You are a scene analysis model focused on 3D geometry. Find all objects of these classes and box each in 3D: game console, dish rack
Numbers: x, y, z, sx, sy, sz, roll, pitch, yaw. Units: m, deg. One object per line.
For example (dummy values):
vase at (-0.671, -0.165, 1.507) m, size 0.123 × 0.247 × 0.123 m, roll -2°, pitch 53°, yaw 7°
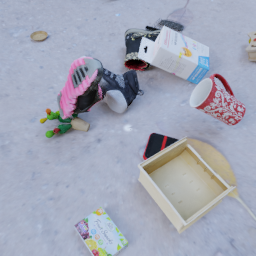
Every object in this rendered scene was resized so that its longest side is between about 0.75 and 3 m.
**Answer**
game console at (1.176, 0.759, 9.875) m, size 1.109 × 0.195 × 1.254 m, roll 17°, pitch 52°, yaw 6°
dish rack at (1.997, -5.245, 14.673) m, size 1.570 × 0.558 × 2.046 m, roll 26°, pitch 54°, yaw 19°

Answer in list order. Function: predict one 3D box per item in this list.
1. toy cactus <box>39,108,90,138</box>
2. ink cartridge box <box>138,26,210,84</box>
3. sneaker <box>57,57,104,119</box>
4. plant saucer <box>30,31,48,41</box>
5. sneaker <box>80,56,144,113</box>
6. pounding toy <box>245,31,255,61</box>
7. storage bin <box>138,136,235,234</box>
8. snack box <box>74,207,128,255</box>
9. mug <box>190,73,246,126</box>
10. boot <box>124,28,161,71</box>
toy cactus at (-2.211, -0.385, 10.429) m, size 1.676 × 1.039 × 2.031 m, roll 21°, pitch 44°, yaw 5°
ink cartridge box at (2.007, -3.258, 12.076) m, size 2.899 × 0.984 × 1.669 m, roll 21°, pitch 50°, yaw -11°
sneaker at (-1.346, -1.310, 9.421) m, size 1.429 × 2.996 × 1.184 m, roll -2°, pitch 68°, yaw -32°
plant saucer at (-4.586, -4.727, 14.482) m, size 0.902 × 0.160 × 0.902 m, roll 0°, pitch 50°, yaw 0°
sneaker at (-0.635, -1.985, 11.252) m, size 1.600 × 1.061 × 2.812 m, roll -37°, pitch 79°, yaw -27°
pounding toy at (6.280, -3.610, 13.290) m, size 1.271 × 1.275 × 2.223 m, roll -20°, pitch 37°, yaw 19°
storage bin at (1.729, 1.631, 8.494) m, size 2.107 × 0.994 × 2.122 m, roll -28°, pitch 59°, yaw -22°
snack box at (-0.750, 3.013, 7.834) m, size 0.944 × 0.352 × 1.328 m, roll -31°, pitch 57°, yaw -24°
mug at (3.193, -0.969, 9.566) m, size 1.647 × 1.462 × 1.099 m, roll 28°, pitch 9°, yaw -17°
boot at (1.172, -3.556, 13.022) m, size 2.855 × 1.031 × 2.157 m, roll 6°, pitch 56°, yaw 0°
